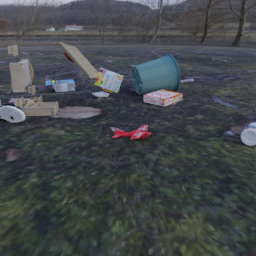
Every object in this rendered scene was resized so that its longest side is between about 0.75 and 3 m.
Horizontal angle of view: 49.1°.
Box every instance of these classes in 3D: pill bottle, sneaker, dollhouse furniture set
[{"bbox_3d":[4.065,0.165,9.159,0.572,0.572,0.957,12,23,28],"label":"pill bottle"},{"bbox_3d":[-4.682,-0.709,11.308,1.822,0.666,1.019,6,23,19],"label":"sneaker"},{"bbox_3d":[-3.760,-2.034,11.703,1.405,2.877,2.454,-1,20,-5],"label":"dollhouse furniture set"}]

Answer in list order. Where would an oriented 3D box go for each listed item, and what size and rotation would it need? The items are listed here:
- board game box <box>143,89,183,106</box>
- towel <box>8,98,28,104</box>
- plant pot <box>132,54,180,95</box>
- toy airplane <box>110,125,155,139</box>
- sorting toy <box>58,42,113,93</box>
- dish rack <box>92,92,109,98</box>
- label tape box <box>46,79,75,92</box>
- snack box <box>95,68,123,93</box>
[{"bbox_3d":[1.733,-1.496,13.786,1.234,0.377,1.630,17,26,37],"label":"board game box"},{"bbox_3d":[-5.349,-1.257,13.554,0.767,0.121,1.065,-1,22,-8],"label":"towel"},{"bbox_3d":[1.395,-2.750,15.075,2.059,2.103,2.103,-14,24,-13],"label":"plant pot"},{"bbox_3d":[0.139,0.194,9.452,1.596,0.293,1.596,1,16,0],"label":"toy airplane"},{"bbox_3d":[-1.812,-2.559,12.403,0.373,2.786,2.076,-41,0,12],"label":"sorting toy"},{"bbox_3d":[-1.428,-1.727,14.696,0.697,0.177,0.812,-13,25,-29],"label":"dish rack"},{"bbox_3d":[-3.874,-2.414,16.043,1.585,0.524,1.136,-7,21,-13],"label":"label tape box"},{"bbox_3d":[-0.715,-1.785,10.465,0.926,0.658,0.245,21,15,1],"label":"snack box"}]
